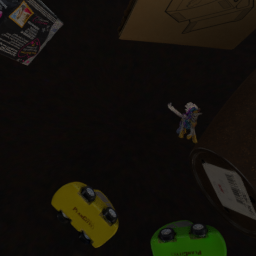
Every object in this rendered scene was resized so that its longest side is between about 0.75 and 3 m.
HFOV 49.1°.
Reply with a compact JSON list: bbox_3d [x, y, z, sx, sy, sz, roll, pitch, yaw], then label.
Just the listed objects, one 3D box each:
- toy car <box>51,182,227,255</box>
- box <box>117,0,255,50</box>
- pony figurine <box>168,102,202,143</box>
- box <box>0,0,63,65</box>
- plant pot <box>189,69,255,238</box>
[{"bbox_3d":[0.239,1.892,4.390,2.452,0.581,2.606,-10,99,11],"label":"toy car"},{"bbox_3d":[1.251,-1.962,4.329,2.401,1.963,0.255,-1,70,-20],"label":"box"},{"bbox_3d":[1.172,-0.176,5.536,0.636,0.763,0.737,-11,33,-23],"label":"pony figurine"},{"bbox_3d":[-1.969,-1.864,4.062,0.945,1.088,1.646,-45,80,8],"label":"box"},{"bbox_3d":[2.482,0.117,4.063,2.978,2.783,2.783,-30,78,-16],"label":"plant pot"}]
